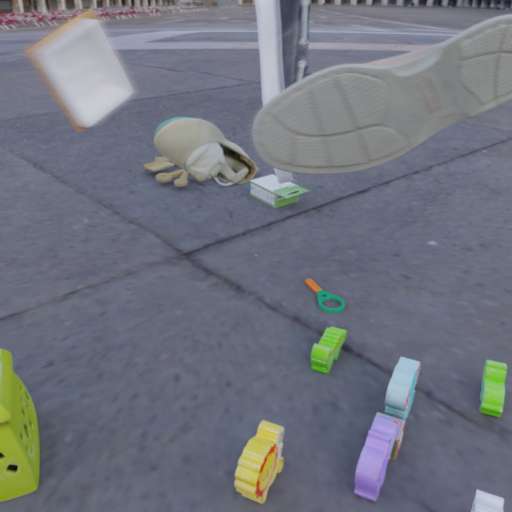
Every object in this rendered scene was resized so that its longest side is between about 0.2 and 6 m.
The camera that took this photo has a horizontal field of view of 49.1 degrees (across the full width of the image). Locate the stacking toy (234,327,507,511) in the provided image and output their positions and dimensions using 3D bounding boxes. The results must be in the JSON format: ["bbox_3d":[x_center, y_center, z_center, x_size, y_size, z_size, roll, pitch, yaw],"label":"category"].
[{"bbox_3d":[1.506,1.822,6.342,2.411,0.751,3.198,12,30,21],"label":"stacking toy"}]

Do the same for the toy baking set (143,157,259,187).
[{"bbox_3d":[-1.443,-2.198,14.387,2.795,0.325,2.145,-8,32,-14],"label":"toy baking set"}]

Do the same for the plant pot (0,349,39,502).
[{"bbox_3d":[-3.096,1.785,5.927,1.315,1.193,1.308,-11,30,-18],"label":"plant pot"}]

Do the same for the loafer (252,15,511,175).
[{"bbox_3d":[1.285,-1.450,5.315,2.685,0.965,0.844,-18,12,6],"label":"loafer"}]

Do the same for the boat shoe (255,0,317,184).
[{"bbox_3d":[0.537,-2.368,7.879,0.907,2.675,0.960,-5,15,0],"label":"boat shoe"}]

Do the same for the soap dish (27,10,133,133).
[{"bbox_3d":[-2.500,-2.621,7.977,0.555,1.366,1.074,33,69,35],"label":"soap dish"}]

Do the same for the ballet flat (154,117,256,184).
[{"bbox_3d":[-0.687,-1.590,9.053,0.859,0.859,2.472,14,5,24],"label":"ballet flat"}]

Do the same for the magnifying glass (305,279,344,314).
[{"bbox_3d":[1.094,0.655,9.213,0.401,0.113,1.007,-12,32,-21],"label":"magnifying glass"}]

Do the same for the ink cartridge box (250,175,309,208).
[{"bbox_3d":[0.518,-1.433,12.792,0.691,0.395,1.331,-20,34,-33],"label":"ink cartridge box"}]
